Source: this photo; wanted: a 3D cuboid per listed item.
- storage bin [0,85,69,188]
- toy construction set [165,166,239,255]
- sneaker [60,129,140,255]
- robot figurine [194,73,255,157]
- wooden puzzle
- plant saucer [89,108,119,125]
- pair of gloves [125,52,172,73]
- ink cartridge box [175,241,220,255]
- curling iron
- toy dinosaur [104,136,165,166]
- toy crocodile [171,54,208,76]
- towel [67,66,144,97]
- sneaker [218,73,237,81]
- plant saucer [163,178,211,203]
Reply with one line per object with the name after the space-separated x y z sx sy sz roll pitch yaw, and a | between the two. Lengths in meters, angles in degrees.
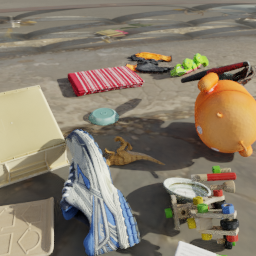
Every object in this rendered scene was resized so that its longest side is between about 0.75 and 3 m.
-2.970 0.176 7.305 2.195 1.036 2.211 -17 58 -25 | storage bin
1.351 1.521 5.404 1.299 1.691 1.410 -4 28 8 | toy construction set
-0.920 1.238 5.889 1.263 1.142 2.965 -23 53 -13 | sneaker
2.663 -0.387 7.743 1.689 2.083 2.896 7 21 10 | robot figurine
-2.218 2.104 5.611 1.502 0.348 1.391 -11 33 -8 | wooden puzzle
-0.841 -0.444 9.706 1.062 0.191 1.062 0 33 0 | plant saucer
1.094 -3.339 14.137 2.241 0.311 2.515 6 34 9 | pair of gloves
1.077 2.759 4.015 1.269 0.733 1.744 13 41 20 | ink cartridge box
2.803 -1.710 9.253 0.363 0.705 2.843 13 -4 -37 | curling iron
-0.028 0.761 7.672 1.882 0.569 1.000 -6 59 -3 | toy dinosaur
2.880 -2.882 13.113 2.346 0.724 0.792 -30 3 -37 | toy crocodile
-1.033 -2.097 12.171 2.933 0.330 2.121 -12 34 -18 | towel
4.334 -2.274 12.496 0.984 0.371 0.390 2 20 -11 | sneaker
1.332 1.472 6.445 1.085 0.272 1.085 7 11 -1 | plant saucer
